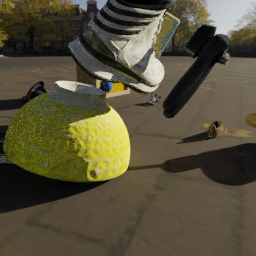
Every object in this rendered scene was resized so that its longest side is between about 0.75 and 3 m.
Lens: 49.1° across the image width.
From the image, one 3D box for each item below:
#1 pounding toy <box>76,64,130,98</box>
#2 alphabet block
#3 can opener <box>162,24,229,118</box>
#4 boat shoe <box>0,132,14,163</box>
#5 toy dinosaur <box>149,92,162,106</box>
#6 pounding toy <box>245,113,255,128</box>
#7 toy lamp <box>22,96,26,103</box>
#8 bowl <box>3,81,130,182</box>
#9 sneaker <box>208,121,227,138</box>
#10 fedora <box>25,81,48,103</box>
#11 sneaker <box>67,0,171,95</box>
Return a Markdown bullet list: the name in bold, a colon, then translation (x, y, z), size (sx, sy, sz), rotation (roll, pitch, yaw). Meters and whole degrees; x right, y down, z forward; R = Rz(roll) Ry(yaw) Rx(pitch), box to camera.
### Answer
- **pounding toy**: translation (-0.759, -2.953, 13.803), size (2.078, 2.690, 2.923), rotation (16, 24, 41)
- **alphabet block**: translation (0.252, -3.309, 9.574), size (2.182, 2.131, 2.143), rotation (28, 19, -6)
- **can opener**: translation (1.307, -1.052, 5.450), size (0.821, 2.088, 0.662), rotation (28, -11, 28)
- **boat shoe**: translation (-2.104, 0.335, 6.636), size (2.278, 0.778, 0.841), rotation (0, 18, 0)
- **toy dinosaur**: translation (1.146, -1.167, 12.334), size (0.500, 0.953, 0.864), rotation (38, 57, 11)
- **pounding toy**: translation (4.684, -0.325, 7.236), size (2.907, 1.667, 1.662), rotation (-9, 15, -25)
- **toy lamp**: translation (-4.712, -1.307, 12.767), size (0.221, 0.221, 0.759), rotation (-7, 22, -21)
- **bowl**: translation (-1.161, -0.164, 6.084), size (2.766, 1.488, 2.766), rotation (12, 16, -4)
- **sneaker**: translation (2.732, -0.035, 8.410), size (0.387, 0.415, 1.097), rotation (12, 21, 32)
- **fedora**: translation (-3.843, -1.391, 12.098), size (0.608, 1.332, 1.332), rotation (36, 20, -1)
- **sneaker**: translation (0.376, -1.600, 5.239), size (1.100, 1.677, 2.914), rotation (52, 24, 16)
